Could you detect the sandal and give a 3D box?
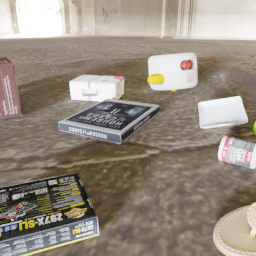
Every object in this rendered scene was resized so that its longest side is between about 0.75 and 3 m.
[{"bbox_3d":[2.897,1.207,4.522,3.167,1.042,1.161,-4,22,-9],"label":"sandal"}]

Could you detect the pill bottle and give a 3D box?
[{"bbox_3d":[2.758,0.598,6.590,1.110,0.614,0.614,14,26,31],"label":"pill bottle"}]

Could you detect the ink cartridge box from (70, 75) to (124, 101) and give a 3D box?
[{"bbox_3d":[-1.287,-1.717,11.965,1.986,0.842,1.446,7,23,12],"label":"ink cartridge box"}]

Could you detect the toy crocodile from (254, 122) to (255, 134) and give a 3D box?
[{"bbox_3d":[4.746,0.187,7.308,2.696,0.833,0.910,18,-1,20],"label":"toy crocodile"}]

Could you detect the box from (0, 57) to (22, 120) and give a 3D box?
[{"bbox_3d":[-5.078,-1.337,9.655,2.264,1.879,1.859,-12,25,-26],"label":"box"}]

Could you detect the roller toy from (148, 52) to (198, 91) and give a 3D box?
[{"bbox_3d":[2.056,-2.512,12.783,2.180,1.670,2.390,-3,13,12],"label":"roller toy"}]

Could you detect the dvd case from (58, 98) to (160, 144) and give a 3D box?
[{"bbox_3d":[-0.497,-0.359,9.277,2.196,0.361,2.922,10,24,25],"label":"dvd case"}]

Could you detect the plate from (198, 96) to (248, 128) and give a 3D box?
[{"bbox_3d":[3.016,-0.468,9.041,1.401,0.227,1.404,-8,37,16],"label":"plate"}]

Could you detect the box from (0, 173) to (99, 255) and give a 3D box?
[{"bbox_3d":[-1.573,1.442,4.761,1.826,0.451,1.458,-9,25,-21],"label":"box"}]
